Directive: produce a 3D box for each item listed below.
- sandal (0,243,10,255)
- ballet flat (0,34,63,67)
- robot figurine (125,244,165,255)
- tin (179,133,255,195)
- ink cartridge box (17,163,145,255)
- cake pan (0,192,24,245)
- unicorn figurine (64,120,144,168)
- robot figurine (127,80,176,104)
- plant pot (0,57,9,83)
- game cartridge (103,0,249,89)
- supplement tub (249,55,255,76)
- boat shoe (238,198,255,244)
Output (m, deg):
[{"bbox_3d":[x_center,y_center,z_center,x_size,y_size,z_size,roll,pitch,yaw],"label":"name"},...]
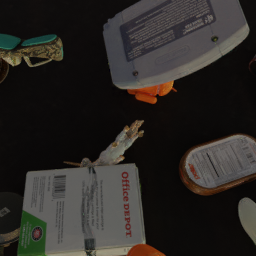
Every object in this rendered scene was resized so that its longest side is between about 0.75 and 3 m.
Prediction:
[{"bbox_3d":[-3.365,2.844,7.084,0.828,0.743,2.258,13,36,-18],"label":"sandal"},{"bbox_3d":[-2.082,-1.519,5.589,1.683,0.634,0.571,4,42,11],"label":"ballet flat"},{"bbox_3d":[0.285,2.001,4.098,0.621,0.864,0.504,-36,99,-23],"label":"robot figurine"},{"bbox_3d":[2.761,1.003,8.156,2.587,0.542,1.448,-17,61,-8],"label":"tin"},{"bbox_3d":[-1.079,2.142,7.097,2.845,1.182,2.086,-4,58,-1],"label":"ink cartridge box"},{"bbox_3d":[-3.229,2.246,7.203,1.559,0.286,1.559,12,32,-8],"label":"cake pan"},{"bbox_3d":[-0.469,0.653,7.952,2.247,1.543,0.830,-26,83,-33],"label":"unicorn figurine"},{"bbox_3d":[0.636,-1.589,9.059,1.916,1.117,1.378,3,40,3],"label":"robot figurine"},{"bbox_3d":[-4.883,-2.162,9.371,1.189,1.201,1.201,27,67,22],"label":"plant pot"},{"bbox_3d":[0.888,-2.053,6.105,2.985,0.610,1.987,-19,68,25],"label":"game cartridge"},{"bbox_3d":[4.909,-2.493,9.631,0.845,0.845,1.580,37,69,16],"label":"supplement tub"},{"bbox_3d":[3.513,2.685,7.297,0.540,0.646,1.806,15,42,-38],"label":"boat shoe"}]
